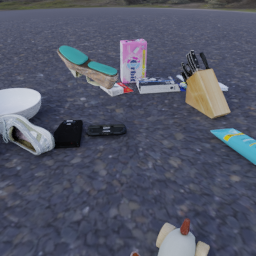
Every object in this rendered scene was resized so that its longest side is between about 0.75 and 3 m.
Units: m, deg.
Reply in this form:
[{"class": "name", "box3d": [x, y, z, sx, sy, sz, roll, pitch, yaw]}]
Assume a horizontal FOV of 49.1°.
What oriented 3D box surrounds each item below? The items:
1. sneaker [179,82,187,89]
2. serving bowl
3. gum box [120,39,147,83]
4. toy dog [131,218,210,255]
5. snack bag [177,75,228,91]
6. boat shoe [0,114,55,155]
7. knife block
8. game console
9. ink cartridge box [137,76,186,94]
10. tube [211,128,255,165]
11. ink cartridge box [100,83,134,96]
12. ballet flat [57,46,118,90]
[{"class": "sneaker", "box3d": [3.232, -2.272, 15.302, 0.814, 0.308, 0.428, 3, 33, -7]}, {"class": "serving bowl", "box3d": [-5.143, -0.838, 12.284, 2.717, 0.894, 2.717, -1, 30, 0]}, {"class": "gum box", "box3d": [0.295, -3.829, 15.919, 1.370, 2.415, 0.798, -5, 31, -9]}, {"class": "toy dog", "box3d": [0.873, 2.805, 5.694, 1.636, 1.194, 2.480, 6, 31, 10]}, {"class": "snack bag", "box3d": [4.069, -2.564, 15.557, 2.251, 0.241, 2.122, -1, 29, -22]}, {"class": "boat shoe", "box3d": [-3.970, 0.254, 10.350, 2.721, 1.003, 0.873, 23, 32, 22]}, {"class": "knife block", "box3d": [3.523, -2.136, 12.880, 0.927, 2.542, 2.896, -15, 33, -21]}, {"class": "game console", "box3d": [-1.480, 0.185, 11.092, 2.858, 0.345, 1.686, -3, 30, -3]}, {"class": "ink cartridge box", "box3d": [1.828, -2.386, 15.379, 2.565, 0.503, 1.276, -4, 30, -8]}, {"class": "tube", "box3d": [4.269, 0.677, 9.997, 1.125, 0.732, 2.906, 0, 24, -23]}, {"class": "ink cartridge box", "box3d": [-0.634, -2.256, 15.292, 1.336, 0.339, 1.517, -17, 35, -25]}, {"class": "ballet flat", "box3d": [-1.716, -2.343, 11.307, 2.828, 0.951, 0.963, 30, 44, 16]}]
